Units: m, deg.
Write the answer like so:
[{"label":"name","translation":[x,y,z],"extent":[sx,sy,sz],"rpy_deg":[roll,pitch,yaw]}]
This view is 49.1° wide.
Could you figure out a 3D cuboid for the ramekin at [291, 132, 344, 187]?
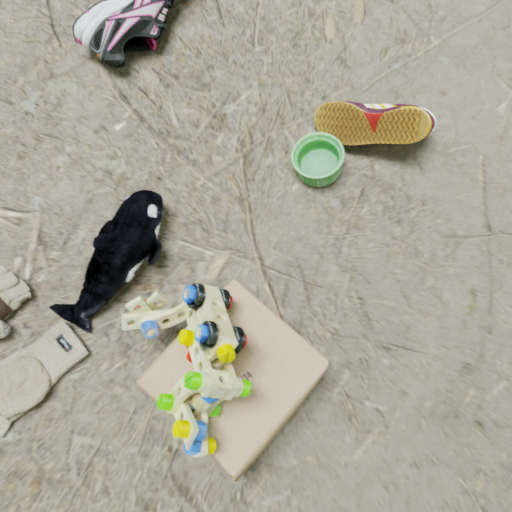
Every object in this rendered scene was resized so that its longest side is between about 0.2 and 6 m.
[{"label":"ramekin","translation":[1.284,-1.951,11.551],"extent":[1.074,0.525,1.074],"rpy_deg":[-4,69,9]}]

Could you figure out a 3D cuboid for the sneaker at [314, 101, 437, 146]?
[{"label":"sneaker","translation":[2.484,-2.766,11.788],"extent":[2.507,1.129,0.939],"rpy_deg":[14,109,26]}]

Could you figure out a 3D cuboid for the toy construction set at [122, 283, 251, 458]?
[{"label":"toy construction set","translation":[-1.057,1.530,8.920],"extent":[2.849,1.313,1.868],"rpy_deg":[53,123,36]}]

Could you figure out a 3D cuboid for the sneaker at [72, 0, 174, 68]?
[{"label":"sneaker","translation":[-2.472,-5.334,12.591],"extent":[3.140,1.261,1.356],"rpy_deg":[-44,94,-10]}]

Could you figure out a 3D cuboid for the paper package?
[{"label":"paper package","translation":[-0.375,2.132,9.852],"extent":[2.382,1.293,2.499],"rpy_deg":[41,77,12]}]

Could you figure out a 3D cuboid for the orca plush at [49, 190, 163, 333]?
[{"label":"orca plush","translation":[-2.903,-0.102,10.556],"extent":[2.985,1.061,1.571],"rpy_deg":[-46,59,0]}]

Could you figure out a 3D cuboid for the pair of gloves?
[{"label":"pair of gloves","translation":[-4.828,1.674,10.438],"extent":[2.736,0.480,2.326],"rpy_deg":[41,71,7]}]
